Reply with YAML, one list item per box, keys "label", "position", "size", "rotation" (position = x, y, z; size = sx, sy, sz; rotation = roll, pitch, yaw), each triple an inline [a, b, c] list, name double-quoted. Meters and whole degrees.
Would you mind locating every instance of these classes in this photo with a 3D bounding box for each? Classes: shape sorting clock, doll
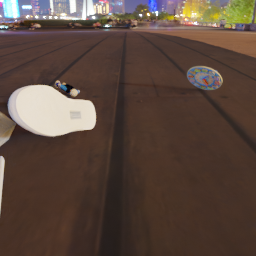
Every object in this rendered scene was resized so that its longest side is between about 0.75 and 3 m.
- label: "shape sorting clock"
  position: [3.089, -1.994, 11.363]
  size: [1.443, 1.443, 0.283]
  rotation: [11, 65, 24]
- label: "doll"
  position: [-2.385, -1.564, 11.191]
  size: [0.993, 0.353, 1.456]
  rotation: [16, 8, -38]

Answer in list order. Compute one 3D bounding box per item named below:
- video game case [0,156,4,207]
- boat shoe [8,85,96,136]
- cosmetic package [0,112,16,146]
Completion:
- label: "video game case"
  position: [-2.440, 1.018, 4.030]
  size: [1.168, 0.142, 1.283]
  rotation: [-9, 46, -10]
- label: "boat shoe"
  position: [-1.752, -0.355, 6.316]
  size: [0.982, 1.032, 2.866]
  rotation: [-5, 3, 20]
- label: "cosmetic package"
  position: [-3.381, 0.228, 6.194]
  size: [0.880, 0.743, 1.647]
  rotation: [38, 35, -4]
